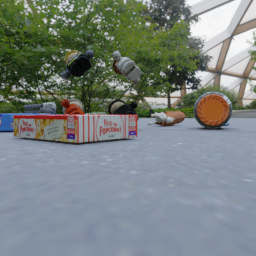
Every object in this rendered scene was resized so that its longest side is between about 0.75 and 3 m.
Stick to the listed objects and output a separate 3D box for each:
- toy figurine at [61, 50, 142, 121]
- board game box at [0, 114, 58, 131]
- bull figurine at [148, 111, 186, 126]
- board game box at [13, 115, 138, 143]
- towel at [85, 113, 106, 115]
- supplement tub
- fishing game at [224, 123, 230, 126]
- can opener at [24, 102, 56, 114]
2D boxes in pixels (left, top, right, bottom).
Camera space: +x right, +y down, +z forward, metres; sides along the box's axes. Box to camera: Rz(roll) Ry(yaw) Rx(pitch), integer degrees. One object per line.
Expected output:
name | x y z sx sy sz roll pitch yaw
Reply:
toy figurine | -1.038 -1.440 10.611 2.976 2.930 2.070 -2 19 -16
board game box | -3.486 -0.219 10.065 1.958 0.579 2.574 -1 3 -12
bull figurine | 1.876 -0.476 13.958 2.297 0.748 1.395 -2 4 -43
board game box | -1.216 -0.032 6.397 2.324 0.538 1.761 2 3 40
towel | -1.488 -0.389 13.265 0.986 0.752 0.115 0 34 10
supplement tub | 3.373 -0.696 11.217 1.437 1.437 2.346 1 2 15
fishing game | 4.535 -0.232 14.236 1.708 0.266 1.223 -3 1 -45
can opener | -3.416 -0.746 10.765 1.599 0.421 0.531 1 3 31
